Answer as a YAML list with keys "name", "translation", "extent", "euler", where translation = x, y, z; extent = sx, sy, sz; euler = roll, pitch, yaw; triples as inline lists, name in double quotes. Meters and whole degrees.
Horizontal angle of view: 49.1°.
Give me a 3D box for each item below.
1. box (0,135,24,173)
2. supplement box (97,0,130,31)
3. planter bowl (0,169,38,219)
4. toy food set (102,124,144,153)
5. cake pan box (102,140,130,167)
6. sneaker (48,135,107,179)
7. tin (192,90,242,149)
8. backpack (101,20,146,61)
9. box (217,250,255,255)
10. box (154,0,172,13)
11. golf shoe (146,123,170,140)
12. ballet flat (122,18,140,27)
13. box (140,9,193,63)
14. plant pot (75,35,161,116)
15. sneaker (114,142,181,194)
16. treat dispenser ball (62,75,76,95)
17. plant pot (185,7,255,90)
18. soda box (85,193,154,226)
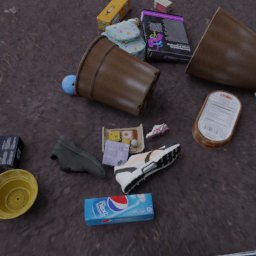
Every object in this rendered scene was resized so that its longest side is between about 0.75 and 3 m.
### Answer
- name: "box"
  translation: [-4.405, 0.913, 9.872]
  extent: [1.114, 0.637, 1.224]
  euler: [0, 57, -1]
- name: "supplement box"
  translation: [-0.684, -5.799, 14.111]
  extent: [0.746, 0.772, 2.243]
  euler: [23, 59, 15]
- name: "planter bowl"
  translation: [-3.642, 2.201, 9.036]
  extent: [1.611, 0.671, 1.611]
  euler: [0, 58, 0]
- name: "toy food set"
  translation: [-0.188, 0.374, 10.303]
  extent: [1.503, 0.454, 1.079]
  euler: [-4, 58, 0]
- name: "cake pan box"
  translation: [-0.425, 0.913, 9.907]
  extent: [0.853, 0.242, 0.926]
  euler: [11, 74, -7]
- name: "sneaker"
  translation: [-1.745, 1.212, 9.676]
  extent: [2.342, 0.889, 1.063]
  euler: [29, 71, 25]
- name: "tin"
  translation: [3.476, -0.381, 10.804]
  extent: [1.485, 0.555, 2.652]
  euler: [25, 61, 10]
- name: "backpack"
  translation: [-0.122, -3.691, 12.363]
  extent: [1.692, 1.476, 1.925]
  euler: [-22, 65, -20]
- name: "box"
  translation: [1.581, 4.107, 6.460]
  extent: [2.887, 2.936, 1.820]
  euler: [-3, 58, -2]
- name: "box"
  translation: [1.833, -6.447, 14.694]
  extent: [0.804, 0.438, 0.514]
  euler: [39, 65, 22]
- name: "golf shoe"
  translation: [1.061, 0.137, 10.544]
  extent: [1.003, 0.364, 0.462]
  euler: [-24, 58, -26]
- name: "ballet flat"
  translation: [-0.052, -5.148, 13.873]
  extent: [1.347, 0.431, 0.509]
  euler: [-22, 61, -13]
- name: "box"
  translation: [1.751, -4.309, 13.032]
  extent: [2.099, 0.530, 2.935]
  euler: [5, 55, -14]
- name: "plant pot"
  translation: [-0.281, -1.829, 10.665]
  extent: [2.534, 2.559, 2.559]
  euler: [26, 61, 8]
- name: "sneaker"
  translation: [0.676, 1.116, 9.559]
  extent: [2.605, 0.960, 1.042]
  euler: [-29, 47, -20]
- name: "treat dispenser ball"
  translation: [-2.299, -1.766, 11.506]
  extent: [0.804, 0.804, 0.804]
  euler: [0, 57, 0]
- name: "plant pot"
  translation: [4.287, -2.838, 11.255]
  extent: [2.992, 2.797, 2.797]
  euler: [28, 61, 6]
- name: "soda box"
  translation: [-0.273, 2.558, 8.779]
  extent: [2.088, 0.708, 0.670]
  euler: [-5, 58, -3]
